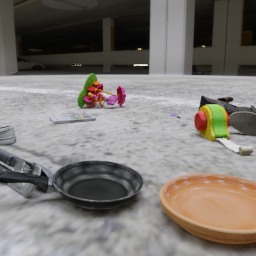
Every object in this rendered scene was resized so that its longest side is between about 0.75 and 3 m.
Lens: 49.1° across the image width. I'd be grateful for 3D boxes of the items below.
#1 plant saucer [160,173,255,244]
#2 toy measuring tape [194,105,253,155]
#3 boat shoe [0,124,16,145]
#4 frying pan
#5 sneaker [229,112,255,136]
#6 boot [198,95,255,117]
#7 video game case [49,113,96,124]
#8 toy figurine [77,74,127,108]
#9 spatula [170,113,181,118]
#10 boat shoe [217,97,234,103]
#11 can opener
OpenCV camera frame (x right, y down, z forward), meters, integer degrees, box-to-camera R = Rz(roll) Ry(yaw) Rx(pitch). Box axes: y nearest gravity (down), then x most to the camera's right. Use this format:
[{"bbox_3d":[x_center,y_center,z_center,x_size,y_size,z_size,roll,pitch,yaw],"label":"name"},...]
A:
[{"bbox_3d":[1.351,1.145,4.130,1.767,0.331,1.767,-1,13,0],"label":"plant saucer"},{"bbox_3d":[2.642,-0.113,8.026,1.042,1.042,2.833,-2,14,-10],"label":"toy measuring tape"},{"bbox_3d":[-4.001,0.179,7.632,1.756,0.574,0.646,-6,15,-23],"label":"boat shoe"},{"bbox_3d":[-0.910,0.966,4.468,2.516,0.409,1.522,-6,19,-34],"label":"frying pan"},{"bbox_3d":[4.173,-0.120,8.941,1.890,0.707,1.004,12,10,15],"label":"sneaker"},{"bbox_3d":[4.065,-0.608,10.789,2.240,0.891,2.573,4,15,-8],"label":"boot"},{"bbox_3d":[-2.185,-0.388,10.961,1.592,0.143,1.140,-6,14,-24],"label":"video game case"},{"bbox_3d":[-1.119,-1.594,13.892,2.011,1.640,2.185,13,39,15],"label":"toy figurine"},{"bbox_3d":[1.974,-0.504,11.563,0.229,0.083,0.809,1,13,-17],"label":"spatula"},{"bbox_3d":[5.364,-1.545,15.464,0.906,0.319,0.319,-4,6,17],"label":"boat shoe"},{"bbox_3d":[-2.173,0.820,5.469,2.060,0.549,0.689,12,-15,43],"label":"can opener"}]
